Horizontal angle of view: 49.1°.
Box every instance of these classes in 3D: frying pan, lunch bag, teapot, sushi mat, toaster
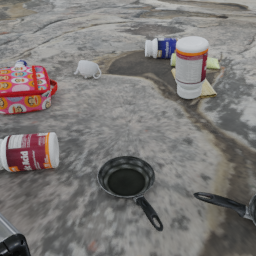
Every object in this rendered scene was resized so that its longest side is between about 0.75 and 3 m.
[{"bbox_3d":[2.728,1.880,5.601,2.538,0.413,1.535,-4,33,-2],"label":"frying pan"},{"bbox_3d":[-3.640,-1.453,10.142,2.151,1.001,2.442,-7,35,-19],"label":"lunch bag"},{"bbox_3d":[-1.691,-2.430,11.842,0.911,0.674,0.923,11,1,-30],"label":"teapot"},{"bbox_3d":[2.613,-1.889,11.435,1.258,0.159,2.629,-3,34,-2],"label":"sushi mat"},{"bbox_3d":[-2.341,2.155,3.613,1.300,2.191,1.981,29,44,29],"label":"toaster"},{"bbox_3d":[0.283,1.356,6.424,2.256,0.367,1.365,30,45,34],"label":"frying pan"}]

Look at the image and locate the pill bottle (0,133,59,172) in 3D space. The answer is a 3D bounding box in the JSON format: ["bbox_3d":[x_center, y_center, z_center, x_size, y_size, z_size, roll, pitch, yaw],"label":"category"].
[{"bbox_3d":[-2.595,0.614,7.029,1.589,0.907,0.907,-5,34,-6],"label":"pill bottle"}]

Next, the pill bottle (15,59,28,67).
[{"bbox_3d":[-4.702,-2.641,12.271,0.491,0.491,0.884,-6,35,-8],"label":"pill bottle"}]

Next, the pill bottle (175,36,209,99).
[{"bbox_3d":[2.207,-2.088,9.847,1.077,1.967,1.077,-4,40,3],"label":"pill bottle"}]

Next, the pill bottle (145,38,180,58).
[{"bbox_3d":[1.691,-3.911,13.757,1.646,0.953,0.953,-1,34,-1],"label":"pill bottle"}]

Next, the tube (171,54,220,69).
[{"bbox_3d":[3.089,-3.050,12.922,2.181,0.633,0.566,5,-5,2],"label":"tube"}]
